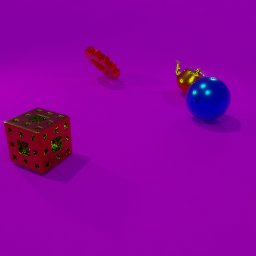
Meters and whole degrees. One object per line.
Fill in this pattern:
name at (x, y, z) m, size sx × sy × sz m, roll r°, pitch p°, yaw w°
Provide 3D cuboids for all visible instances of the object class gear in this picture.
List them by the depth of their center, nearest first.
gear at (-1.051, -2.637, 11.430) m, size 1.664 × 1.664 × 0.308 m, roll 31°, pitch 81°, yaw 42°

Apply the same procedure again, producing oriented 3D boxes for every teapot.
teapot at (2.350, -1.802, 10.299) m, size 1.890 × 0.926 × 1.175 m, roll 41°, pitch 30°, yaw 25°

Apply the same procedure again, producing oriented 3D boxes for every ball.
ball at (2.430, -0.891, 8.520) m, size 1.326 × 1.326 × 1.326 m, roll 0°, pitch 30°, yaw 0°

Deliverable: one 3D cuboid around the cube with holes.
cube with holes at (-2.123, 0.259, 6.771) m, size 1.063 × 1.063 × 1.063 m, roll 15°, pitch 29°, yaw 24°
